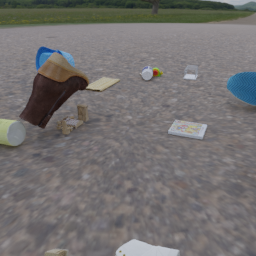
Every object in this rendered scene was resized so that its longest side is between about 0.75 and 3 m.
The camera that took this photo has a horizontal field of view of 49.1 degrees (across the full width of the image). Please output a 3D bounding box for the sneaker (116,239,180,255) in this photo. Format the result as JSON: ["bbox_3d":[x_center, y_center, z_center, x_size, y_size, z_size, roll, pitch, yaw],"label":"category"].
[{"bbox_3d":[0.080,1.962,3.483,0.825,0.526,1.428,9,17,22],"label":"sneaker"}]

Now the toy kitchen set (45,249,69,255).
[{"bbox_3d":[-0.605,1.930,3.356,0.761,0.844,0.689,3,-16,6],"label":"toy kitchen set"}]

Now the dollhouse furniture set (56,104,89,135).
[{"bbox_3d":[-1.706,-0.292,8.298,0.587,0.501,1.132,10,27,20],"label":"dollhouse furniture set"}]

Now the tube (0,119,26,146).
[{"bbox_3d":[-3.956,0.007,7.575,2.551,0.662,0.740,6,-13,25],"label":"tube"}]

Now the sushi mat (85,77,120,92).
[{"bbox_3d":[-1.135,-1.947,12.342,0.918,0.116,1.919,9,27,22],"label":"sushi mat"}]

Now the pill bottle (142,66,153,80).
[{"bbox_3d":[0.914,-2.581,13.220,0.523,0.523,0.903,2,25,5],"label":"pill bottle"}]

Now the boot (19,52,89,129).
[{"bbox_3d":[-2.081,-0.924,8.089,0.859,1.975,2.374,26,-2,13],"label":"boot"}]

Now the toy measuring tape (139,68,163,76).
[{"bbox_3d":[1.141,-2.769,13.776,1.163,0.428,0.428,6,25,12],"label":"toy measuring tape"}]

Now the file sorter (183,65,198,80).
[{"bbox_3d":[3.009,-2.649,13.386,0.571,0.513,0.823,8,27,18],"label":"file sorter"}]

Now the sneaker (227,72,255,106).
[{"bbox_3d":[4.888,-1.242,9.683,2.944,1.126,1.189,11,6,8],"label":"sneaker"}]

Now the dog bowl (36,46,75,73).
[{"bbox_3d":[-3.414,-2.973,13.119,0.650,1.461,2.621,-8,23,-44],"label":"dog bowl"}]

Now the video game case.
[{"bbox_3d":[1.728,0.031,8.063,0.962,0.110,0.875,10,26,20],"label":"video game case"}]
